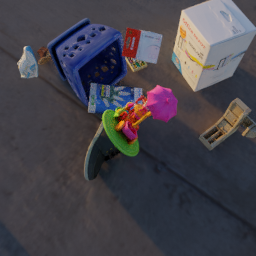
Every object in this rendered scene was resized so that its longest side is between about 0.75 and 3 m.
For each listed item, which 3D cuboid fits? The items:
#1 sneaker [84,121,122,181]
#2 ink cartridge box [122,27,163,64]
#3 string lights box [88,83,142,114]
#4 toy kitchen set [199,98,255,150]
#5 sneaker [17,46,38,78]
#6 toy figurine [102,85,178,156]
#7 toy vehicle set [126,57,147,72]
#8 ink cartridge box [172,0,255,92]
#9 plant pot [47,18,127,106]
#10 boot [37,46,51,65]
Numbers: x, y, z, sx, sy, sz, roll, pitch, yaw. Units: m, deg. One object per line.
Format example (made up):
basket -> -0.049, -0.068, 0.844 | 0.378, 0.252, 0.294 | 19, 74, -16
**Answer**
sneaker -> -0.651, 0.862, 10.832 | 1.451, 1.022, 2.732 | 15, 63, 10
ink cartridge box -> 0.564, -3.226, 10.989 | 1.397, 0.399, 1.135 | 7, 104, -19
string lights box -> -0.532, -1.176, 11.911 | 2.216, 0.653, 1.139 | 4, 63, -9
toy kitchen set -> 3.964, 0.134, 10.809 | 1.569, 1.739, 1.419 | -33, 67, -16
sneaker -> -3.951, -2.508, 10.990 | 0.697, 1.725, 0.660 | -15, 69, -21
toy figurine -> 0.584, -0.512, 8.792 | 2.099, 1.712, 2.281 | -34, 19, 23
toy vehicle set -> 0.336, -3.269, 13.446 | 0.719, 0.153, 1.156 | -24, 65, -12
ink cartridge box -> 3.478, -3.526, 11.982 | 2.149, 2.972, 2.188 | -23, 65, -11
plant pot -> -1.768, -2.949, 11.983 | 2.566, 2.566, 2.307 | -42, 64, -16
boot -> -4.138, -3.496, 13.523 | 0.803, 0.349, 0.965 | 31, 67, 27
